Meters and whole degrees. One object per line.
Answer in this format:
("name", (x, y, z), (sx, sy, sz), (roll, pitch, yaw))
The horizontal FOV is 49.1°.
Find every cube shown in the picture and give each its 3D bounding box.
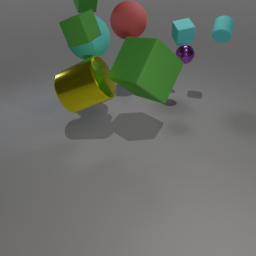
("cube", (-1.530, -4.660, 10.043), (0.700, 0.700, 0.700), (-12, 61, -21))
("cube", (0.533, -1.749, 8.447), (1.400, 1.400, 1.400), (27, -2, -43))
("cube", (2.190, -3.824, 11.144), (0.700, 0.700, 0.700), (-14, 51, -5))
("cube", (-1.259, -2.659, 7.502), (0.700, 0.700, 0.700), (-5, 30, 30))

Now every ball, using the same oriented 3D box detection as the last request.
("ball", (2.112, -2.730, 10.393), (0.700, 0.700, 0.700), (0, 31, 0))
("ball", (0.027, -4.082, 10.656), (1.400, 1.400, 1.400), (0, 31, 0))
("ball", (-1.280, -2.901, 8.967), (1.400, 1.400, 1.400), (0, 31, 0))

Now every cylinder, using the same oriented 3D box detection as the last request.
("cylinder", (-1.312, -1.335, 8.717), (1.400, 1.400, 1.400), (-19, 24, 22))
("cylinder", (3.531, -3.665, 10.420), (0.700, 0.700, 0.700), (10, 67, 17))
